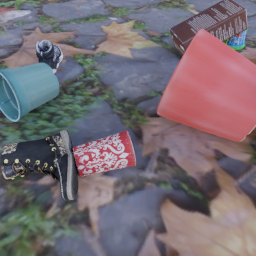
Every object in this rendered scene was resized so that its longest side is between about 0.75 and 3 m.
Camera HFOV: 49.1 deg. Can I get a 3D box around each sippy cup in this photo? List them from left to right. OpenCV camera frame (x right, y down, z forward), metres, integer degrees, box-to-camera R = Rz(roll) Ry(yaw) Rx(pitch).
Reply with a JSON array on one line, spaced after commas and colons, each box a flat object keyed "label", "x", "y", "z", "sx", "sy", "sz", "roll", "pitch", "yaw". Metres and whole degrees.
[{"label": "sippy cup", "x": 4.381, "y": -3.787, "z": 11.395, "sx": 0.923, "sy": 0.861, "sz": 1.175, "roll": 12, "pitch": 45, "yaw": 12}]

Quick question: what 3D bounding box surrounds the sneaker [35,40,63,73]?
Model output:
[{"label": "sneaker", "x": -2.862, "y": -2.809, "z": 10.238, "sx": 0.701, "sy": 1.056, "sz": 1.856, "roll": 0, "pitch": 44, "yaw": 0}]

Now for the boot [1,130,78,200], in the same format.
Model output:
[{"label": "boot", "x": -2.058, "y": 0.914, "z": 6.568, "sx": 1.628, "sy": 0.791, "sz": 2.162, "roll": -10, "pitch": 41, "yaw": -11}]

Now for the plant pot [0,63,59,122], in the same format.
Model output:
[{"label": "plant pot", "x": -3.008, "y": -1.191, "z": 8.366, "sx": 1.555, "sy": 1.555, "sz": 1.523, "roll": 31, "pitch": 43, "yaw": 28}]

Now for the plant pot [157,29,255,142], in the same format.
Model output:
[{"label": "plant pot", "x": 2.332, "y": -0.943, "z": 7.413, "sx": 2.284, "sy": 2.581, "sz": 2.581, "roll": 29, "pitch": 50, "yaw": 9}]

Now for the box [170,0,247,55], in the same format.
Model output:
[{"label": "box", "x": 3.067, "y": -3.797, "z": 10.750, "sx": 2.568, "sy": 0.962, "sz": 1.286, "roll": -25, "pitch": 46, "yaw": 4}]

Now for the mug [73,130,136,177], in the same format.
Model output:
[{"label": "mug", "x": -0.595, "y": 0.687, "z": 6.952, "sx": 1.359, "sy": 1.206, "sz": 0.906, "roll": -15, "pitch": 82, "yaw": -9}]
